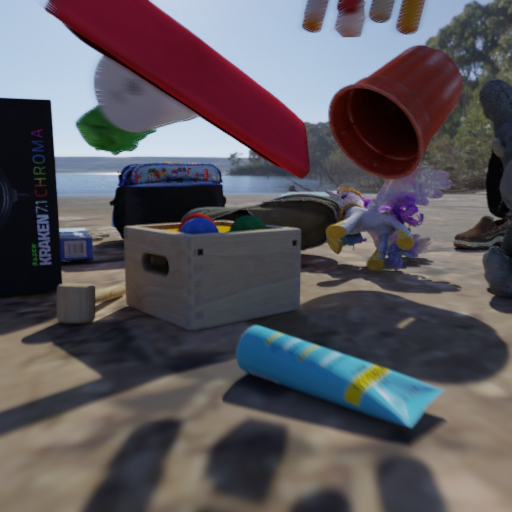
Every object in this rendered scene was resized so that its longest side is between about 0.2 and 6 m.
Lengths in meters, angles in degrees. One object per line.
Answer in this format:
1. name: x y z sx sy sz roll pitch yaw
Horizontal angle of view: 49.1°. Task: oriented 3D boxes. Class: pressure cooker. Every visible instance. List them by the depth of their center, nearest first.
1. pressure cooker: 9.077 -2.455 17.259 3.306 2.908 2.953 3 -14 9

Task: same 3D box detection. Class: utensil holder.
1. utensil holder: -1.847 -3.175 10.390 1.587 1.587 1.868 3 21 19

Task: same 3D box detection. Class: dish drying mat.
1. dish drying mat: -0.783 -2.312 7.135 3.692 1.418 0.336 28 -46 -29

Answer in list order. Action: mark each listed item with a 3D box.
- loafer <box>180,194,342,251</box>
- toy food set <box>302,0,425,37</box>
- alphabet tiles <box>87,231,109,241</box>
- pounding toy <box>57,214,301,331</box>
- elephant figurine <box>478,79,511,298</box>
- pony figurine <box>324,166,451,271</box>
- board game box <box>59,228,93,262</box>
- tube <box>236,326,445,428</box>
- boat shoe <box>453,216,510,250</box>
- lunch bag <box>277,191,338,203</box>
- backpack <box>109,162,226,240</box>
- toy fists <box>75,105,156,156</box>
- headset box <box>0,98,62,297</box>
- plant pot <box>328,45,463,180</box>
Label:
1. loafer: 0.134 -0.440 10.545 3.177 1.195 1.106 -9 15 -2
2. toy food set: 1.491 -3.808 8.212 1.852 0.833 0.884 16 1 35
3. alphabet tiles: -5.368 -0.442 13.598 2.646 0.101 3.180 7 11 42
4. pounding toy: -1.075 0.080 6.402 2.399 1.098 2.108 -6 10 -39
5. elephant figurine: 3.826 -0.930 7.055 2.252 2.902 2.053 4 9 28
6. pony figurine: 2.210 -0.621 9.826 2.150 1.855 2.228 9 31 6
7. board game box: -4.286 -0.197 10.503 2.233 0.484 2.222 -3 9 -20
8. tube: 0.515 0.843 3.939 1.454 0.366 0.563 12 25 37
9. boat shoe: 4.949 -0.543 12.241 1.853 0.686 0.684 -6 10 -38
10. lunch bag: 1.625 -1.352 16.587 2.230 1.072 2.781 -1 7 10
11. backpack: -2.150 -1.203 12.978 2.483 1.830 2.720 -4 8 -21
12. toy fists: -2.986 -2.708 12.008 1.209 0.816 2.372 -24 3 7
13. headset box: -4.082 -0.727 7.044 2.869 2.498 1.331 -4 9 -27
14. plant pot: 2.435 -2.518 9.406 1.738 1.787 1.787 -45 31 -24
